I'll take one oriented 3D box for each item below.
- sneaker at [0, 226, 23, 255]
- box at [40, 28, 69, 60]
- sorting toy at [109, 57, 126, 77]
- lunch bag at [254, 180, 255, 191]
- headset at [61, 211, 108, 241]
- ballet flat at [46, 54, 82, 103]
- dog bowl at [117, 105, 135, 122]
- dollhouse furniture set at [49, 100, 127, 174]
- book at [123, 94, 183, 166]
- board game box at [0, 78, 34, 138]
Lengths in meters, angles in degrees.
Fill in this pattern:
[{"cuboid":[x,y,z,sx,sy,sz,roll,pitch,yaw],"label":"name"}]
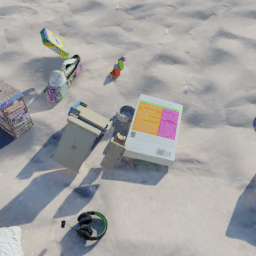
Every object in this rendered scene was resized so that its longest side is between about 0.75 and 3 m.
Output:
[{"cuboid":[-3.276,3.369,7.600,2.708,1.055,1.345,26,51,20],"label":"sneaker"},{"cuboid":[-3.105,-3.613,12.160,0.350,1.445,0.848,-33,59,18],"label":"box"},{"cuboid":[-0.532,-2.934,13.410,0.472,0.476,1.372,-3,47,29],"label":"sorting toy"},{"cuboid":[4.793,1.810,8.981,1.246,0.934,1.469,22,43,16],"label":"lunch bag"},{"cuboid":[-1.274,2.846,8.266,1.374,0.646,0.849,2,48,-13],"label":"headset"},{"cuboid":[-2.853,-2.344,12.438,0.967,0.996,2.798,17,52,11],"label":"ballet flat"},{"cuboid":[-0.057,-0.612,11.471,0.823,0.241,0.823,0,51,0],"label":"dog bowl"},{"cuboid":[-1.340,0.411,10.417,2.376,1.643,2.517,28,20,-5],"label":"dollhouse furniture set"},{"cuboid":[1.027,0.020,10.615,1.818,0.654,2.721,13,52,7],"label":"book"},{"cuboid":[-4.587,-0.776,10.546,1.479,1.855,0.898,30,56,24],"label":"board game box"}]
